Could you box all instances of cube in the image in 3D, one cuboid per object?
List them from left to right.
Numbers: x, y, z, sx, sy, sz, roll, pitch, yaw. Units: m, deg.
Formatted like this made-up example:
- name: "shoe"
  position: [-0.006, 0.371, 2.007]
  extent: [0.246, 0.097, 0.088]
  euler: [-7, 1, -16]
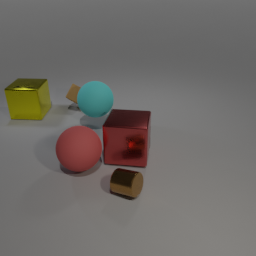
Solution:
- name: "cube"
  position: [-4.319, -1.285, 12.263]
  extent: [1.400, 1.400, 1.400]
  euler: [2, 29, 3]
- name: "cube"
  position: [-2.291, -1.488, 12.628]
  extent: [0.700, 0.700, 0.700]
  euler: [28, -2, 0]
- name: "cube"
  position: [0.004, 0.287, 9.293]
  extent: [1.400, 1.400, 1.400]
  euler: [4, 26, 8]

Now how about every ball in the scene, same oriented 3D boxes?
- name: "ball"
  position: [-1.498, 0.627, 8.578]
  extent: [1.400, 1.400, 1.400]
  euler: [0, 29, 0]
- name: "ball"
  position: [-1.255, -1.104, 10.820]
  extent: [1.400, 1.400, 1.400]
  euler: [0, 29, 0]

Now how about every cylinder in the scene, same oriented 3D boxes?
- name: "cylinder"
  position: [-0.031, 1.512, 7.780]
  extent: [0.700, 0.700, 0.700]
  euler: [6, 28, 30]
